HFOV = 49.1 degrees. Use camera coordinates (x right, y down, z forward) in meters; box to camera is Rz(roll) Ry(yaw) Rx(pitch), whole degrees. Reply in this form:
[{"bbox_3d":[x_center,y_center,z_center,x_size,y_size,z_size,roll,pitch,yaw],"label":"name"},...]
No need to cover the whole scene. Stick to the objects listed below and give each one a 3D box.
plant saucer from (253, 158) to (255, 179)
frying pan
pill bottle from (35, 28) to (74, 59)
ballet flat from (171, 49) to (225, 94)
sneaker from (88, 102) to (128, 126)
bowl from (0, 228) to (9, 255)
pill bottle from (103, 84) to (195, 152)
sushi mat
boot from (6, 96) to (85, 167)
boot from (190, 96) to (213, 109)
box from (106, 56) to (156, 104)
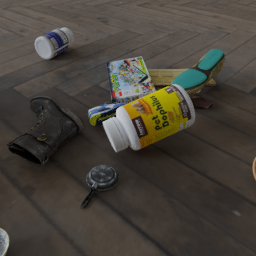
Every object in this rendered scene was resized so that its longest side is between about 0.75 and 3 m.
[{"bbox_3d":[3.713,1.099,6.982,1.224,0.229,1.224,-1,69,2],"label":"plant saucer"},{"bbox_3d":[-0.851,1.357,7.060,1.396,0.227,0.845,-28,45,-35],"label":"frying pan"},{"bbox_3d":[-3.400,-4.030,13.167,1.041,1.041,1.800,17,41,21],"label":"pill bottle"},{"bbox_3d":[2.631,-1.861,10.350,1.011,1.011,2.861,31,60,33],"label":"ballet flat"},{"bbox_3d":[-0.612,-0.574,9.207,1.505,0.557,0.619,-15,39,-19],"label":"sneaker"},{"bbox_3d":[-2.745,2.448,5.482,0.894,0.420,0.894,0,39,0],"label":"bowl"},{"bbox_3d":[0.558,-0.224,7.844,2.379,1.299,1.299,-24,43,-8],"label":"pill bottle"},{"bbox_3d":[1.965,-2.076,11.389,2.888,0.175,1.382,-1,39,0],"label":"sushi mat"},{"bbox_3d":[-2.671,0.012,8.245,2.357,0.816,2.052,25,44,25],"label":"boot"},{"bbox_3d":[2.441,-0.829,9.697,0.739,0.321,0.888,26,42,32],"label":"boot"},{"bbox_3d":[0.050,-1.769,10.595,1.566,0.494,2.846,-11,39,-2],"label":"box"}]
